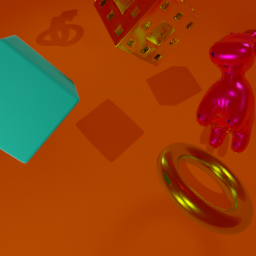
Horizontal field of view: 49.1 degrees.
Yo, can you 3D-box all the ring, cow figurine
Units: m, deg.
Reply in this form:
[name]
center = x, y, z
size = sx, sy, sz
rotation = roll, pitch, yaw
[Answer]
[ring]
center = 1.481, 1.076, 5.413
size = 2.095, 0.419, 2.095
rotation = 23, 31, -15
[cow figurine]
center = 1.563, -0.561, 4.148
size = 0.829, 1.510, 1.485
rotation = 12, 66, 35

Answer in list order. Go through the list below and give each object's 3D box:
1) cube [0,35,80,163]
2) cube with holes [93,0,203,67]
[cube]
center = -1.654, -0.491, 4.282
size = 1.256, 1.256, 1.256
rotation = -49, 24, 6
[cube with holes]
center = 0.328, -1.971, 4.788
size = 1.120, 1.120, 1.120
rotation = 10, 47, -49
